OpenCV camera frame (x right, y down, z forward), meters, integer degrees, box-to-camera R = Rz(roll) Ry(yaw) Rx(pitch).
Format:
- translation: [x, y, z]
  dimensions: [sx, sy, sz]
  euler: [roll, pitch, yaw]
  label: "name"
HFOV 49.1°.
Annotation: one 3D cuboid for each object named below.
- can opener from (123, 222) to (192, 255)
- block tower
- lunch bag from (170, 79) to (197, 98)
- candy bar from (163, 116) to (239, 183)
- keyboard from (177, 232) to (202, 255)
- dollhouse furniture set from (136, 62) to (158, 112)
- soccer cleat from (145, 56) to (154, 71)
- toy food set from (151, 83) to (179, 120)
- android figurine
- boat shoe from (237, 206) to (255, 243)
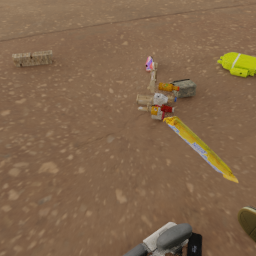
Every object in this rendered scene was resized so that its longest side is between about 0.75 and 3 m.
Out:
- translation: [0.349, 3.026, 6.628]
  dimensions: [2.672, 0.888, 0.703]
  euler: [-27, 45, -24]
  label: "can opener"
- translation: [-5.253, -3.842, 15.558]
  dimensions: [2.123, 0.614, 0.573]
  euler: [-10, 39, -10]
  label: "block tower"
- translation: [2.542, -1.927, 13.067]
  dimensions: [0.907, 0.650, 1.106]
  euler: [-9, 34, -12]
  label: "lunch bag"
- translation: [1.944, 0.553, 7.460]
  dimensions: [0.295, 2.659, 0.663]
  euler: [-50, 15, -4]
  label: "candy bar"
- translation: [1.571, 3.068, 7.121]
  dimensions: [0.607, 0.098, 0.955]
  euler: [14, 39, 7]
  label: "keyboard"
- translation: [0.792, -1.775, 12.026]
  dimensions: [0.818, 1.675, 1.428]
  euler: [4, 39, 6]
  label: "dollhouse furniture set"
- translation: [1.150, -3.508, 15.251]
  dimensions: [0.510, 0.475, 1.393]
  euler: [-10, 39, 1]
  label: "soccer cleat"
- translation: [1.565, -1.021, 11.643]
  dimensions: [0.897, 0.952, 1.994]
  euler: [9, 41, 11]
  label: "toy food set"
- translation: [6.149, -3.450, 15.109]
  dimensions: [2.497, 0.513, 2.273]
  euler: [19, 42, 21]
  label: "android figurine"
- translation: [3.970, 2.745, 7.008]
  dimensions: [0.787, 0.856, 2.396]
  euler: [-21, 40, -41]
  label: "boat shoe"
